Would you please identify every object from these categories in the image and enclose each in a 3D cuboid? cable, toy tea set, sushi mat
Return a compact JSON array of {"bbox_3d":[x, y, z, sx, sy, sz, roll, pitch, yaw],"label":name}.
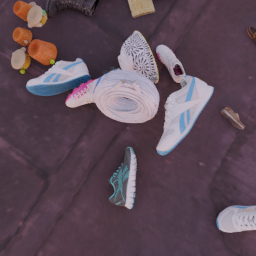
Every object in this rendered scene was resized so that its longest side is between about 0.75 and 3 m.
[{"bbox_3d":[-0.054,-0.943,8.991,2.101,2.100,0.727,-9,54,36],"label":"cable"},{"bbox_3d":[-3.538,-3.561,10.792,1.750,1.089,2.943,-7,81,29],"label":"toy tea set"},{"bbox_3d":[0.399,-5.502,11.440,0.962,0.122,2.010,-14,78,-2],"label":"sushi mat"}]

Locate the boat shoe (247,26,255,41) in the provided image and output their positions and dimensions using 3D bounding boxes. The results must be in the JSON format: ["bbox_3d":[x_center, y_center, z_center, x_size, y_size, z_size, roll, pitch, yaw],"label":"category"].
[{"bbox_3d":[5.092,-3.601,10.942,0.368,0.368,1.047,-33,79,-4],"label":"boat shoe"}]

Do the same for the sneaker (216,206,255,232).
[{"bbox_3d":[4.076,3.005,9.353,2.201,0.889,0.842,-10,80,-1],"label":"sneaker"}]

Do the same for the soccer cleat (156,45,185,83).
[{"bbox_3d":[1.658,-2.515,10.527,0.602,0.744,1.724,-30,80,-6],"label":"soccer cleat"}]

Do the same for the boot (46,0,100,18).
[{"bbox_3d":[-2.127,-4.868,11.035,1.698,0.675,1.951,28,78,6],"label":"boot"}]

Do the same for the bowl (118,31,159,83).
[{"bbox_3d":[0.230,-2.298,9.847,0.918,1.957,1.957,-24,80,-5],"label":"bowl"}]

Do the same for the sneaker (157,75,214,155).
[{"bbox_3d":[1.589,-0.398,8.940,1.126,1.067,2.788,32,75,5],"label":"sneaker"}]

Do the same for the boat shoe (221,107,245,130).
[{"bbox_3d":[3.917,-0.383,10.294,0.368,0.388,1.024,-42,83,-9],"label":"boat shoe"}]

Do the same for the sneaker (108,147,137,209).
[{"bbox_3d":[-0.203,1.688,9.691,0.962,0.819,2.110,3,77,4],"label":"sneaker"}]

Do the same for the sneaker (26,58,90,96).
[{"bbox_3d":[-2.622,-1.882,10.405,2.314,0.885,0.935,-17,72,-11],"label":"sneaker"}]

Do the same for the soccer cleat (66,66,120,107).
[{"bbox_3d":[-1.085,-1.298,10.231,2.417,0.844,1.044,-34,80,-7],"label":"soccer cleat"}]
